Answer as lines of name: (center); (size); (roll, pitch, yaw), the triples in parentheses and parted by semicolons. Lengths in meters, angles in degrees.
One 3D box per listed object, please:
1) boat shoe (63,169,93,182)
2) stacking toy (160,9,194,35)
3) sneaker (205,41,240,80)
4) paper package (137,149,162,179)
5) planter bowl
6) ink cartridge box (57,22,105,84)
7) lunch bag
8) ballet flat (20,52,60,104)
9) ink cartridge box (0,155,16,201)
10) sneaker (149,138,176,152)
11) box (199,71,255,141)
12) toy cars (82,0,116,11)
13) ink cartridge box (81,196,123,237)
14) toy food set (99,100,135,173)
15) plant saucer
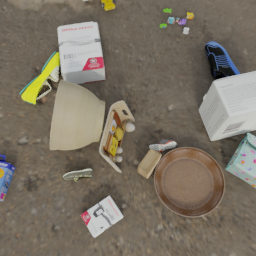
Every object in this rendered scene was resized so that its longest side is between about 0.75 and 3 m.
boat shoe: (-1.879, 1.820, 10.573); (1.111, 0.397, 0.332); (-11, 62, -9)
stacking toy: (2.349, -5.168, 13.565); (1.507, 0.354, 1.136); (13, 66, 7)
sneaker: (3.941, -2.766, 12.262); (0.921, 0.829, 2.363); (-24, 70, -18)
paper package: (0.796, 1.336, 10.465); (0.500, 0.967, 0.922); (33, 72, 13)
planter bowl: (-1.788, -0.344, 10.306); (1.725, 2.563, 2.563); (9, 67, -9)
ink cartridge box: (-2.052, -3.294, 12.365); (1.805, 1.036, 2.485); (-9, 67, -4)
lunch bag: (4.775, 1.159, 10.498); (1.475, 1.056, 1.731); (34, 69, 12)
ballet flat: (-3.534, -2.099, 12.084); (0.869, 0.866, 2.593); (37, 73, -9)
ink cartridge box: (-4.988, 1.802, 10.480); (1.092, 0.611, 1.600); (10, 66, 4)
sneaker: (1.361, 0.645, 11.146); (1.077, 0.415, 0.441); (-8, 40, -3)
box: (4.231, -0.826, 10.631); (2.346, 2.334, 1.533); (-14, 68, -6)
toy cars: (-1.597, -6.465, 13.996); (2.524, 0.559, 1.131); (28, 67, 15)
ink cartridge box: (-0.907, 3.127, 9.954); (1.241, 0.517, 0.901); (-33, 71, -13)
toy food set: (-0.289, 0.353, 10.449); (0.685, 1.628, 2.269); (5, 66, 19)
plant saucer: (2.256, 2.002, 10.458); (2.598, 0.475, 2.598); (0, 67, 1)
